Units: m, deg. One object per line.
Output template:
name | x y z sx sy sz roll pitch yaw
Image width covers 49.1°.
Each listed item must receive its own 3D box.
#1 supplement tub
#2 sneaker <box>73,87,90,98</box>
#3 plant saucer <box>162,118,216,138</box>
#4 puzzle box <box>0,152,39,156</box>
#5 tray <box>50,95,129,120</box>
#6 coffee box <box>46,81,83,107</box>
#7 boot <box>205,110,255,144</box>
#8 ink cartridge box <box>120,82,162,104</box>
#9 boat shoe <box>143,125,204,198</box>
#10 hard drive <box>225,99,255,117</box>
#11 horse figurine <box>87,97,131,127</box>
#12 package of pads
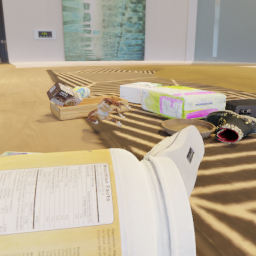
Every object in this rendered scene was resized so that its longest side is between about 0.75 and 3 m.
supplement tub | -0.675 1.116 3.028 2.387 1.727 1.727 -3 17 -9
sneaker | -2.423 -1.361 13.238 1.089 0.785 2.074 29 38 35
plant saucer | 1.981 0.005 9.263 1.747 0.257 1.747 2 16 0
puzzle box | -2.691 0.909 6.400 1.008 0.193 1.516 2 17 7
tray | -1.615 -0.893 11.821 2.960 0.548 1.460 -10 20 -28
coffee box | -2.482 -1.235 11.003 1.221 0.690 0.487 28 28 -55
boot | 3.030 -0.070 8.873 1.394 0.666 1.846 -19 24 -41
ink cartridge box | 0.677 -1.867 14.564 1.369 0.791 1.882 13 21 37
boat shoe | 0.778 0.778 5.805 0.983 0.998 2.816 -24 11 32
hard drive | 5.323 -0.843 11.665 2.384 0.505 1.608 -1 17 -3
horse figurine | -0.622 -0.528 8.974 1.193 1.800 0.449 27 61 -2
package of pads | 2.147 -1.093 11.666 2.274 1.004 2.943 -8 18 -29
